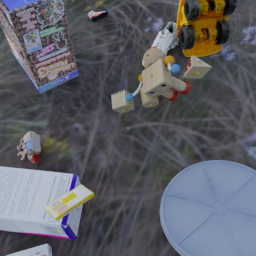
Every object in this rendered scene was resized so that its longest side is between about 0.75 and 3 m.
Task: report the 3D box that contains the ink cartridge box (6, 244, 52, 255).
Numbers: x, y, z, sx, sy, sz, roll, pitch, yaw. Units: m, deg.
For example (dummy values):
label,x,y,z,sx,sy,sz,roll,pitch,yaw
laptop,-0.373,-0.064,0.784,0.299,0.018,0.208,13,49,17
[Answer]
label,x,y,z,sx,sy,sz,roll,pitch,yaw
ink cartridge box,-2.115,3.078,6.092,0.909,0.381,0.798,-13,57,-8

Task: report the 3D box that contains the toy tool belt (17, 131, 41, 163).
label,x,y,z,sx,sy,sz,roll,pitch,yaw
toy tool belt,-2.741,0.612,7.707,0.609,0.618,0.991,-27,53,17

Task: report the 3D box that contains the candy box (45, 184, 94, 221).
label,x,y,z,sx,sy,sz,roll,pitch,yaw
candy box,-1.092,1.386,5.273,0.840,0.111,0.429,-28,35,-33

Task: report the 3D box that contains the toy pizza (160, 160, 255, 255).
label,x,y,z,sx,sy,sz,roll,pitch,yaw
toy pizza,2.147,1.951,6.573,2.788,0.442,2.788,-10,44,10

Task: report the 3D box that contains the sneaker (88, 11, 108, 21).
label,x,y,z,sx,sy,sz,roll,pitch,yaw
sneaker,-1.224,-4.617,11.321,0.785,0.262,0.420,-29,63,-15

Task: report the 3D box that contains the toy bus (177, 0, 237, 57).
label,x,y,z,sx,sy,sz,roll,pitch,yaw
toy bus,2.456,-4.056,9.780,1.608,2.369,2.275,-10,49,-7

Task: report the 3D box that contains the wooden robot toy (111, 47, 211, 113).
label,x,y,z,sx,sy,sz,roll,pitch,yaw
wooden robot toy,0.619,-1.166,6.023,1.045,2.371,1.076,11,63,-42

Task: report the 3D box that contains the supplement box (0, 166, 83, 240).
label,x,y,z,sx,sy,sz,roll,pitch,yaw
supplement box,-2.335,1.730,6.504,2.373,1.201,1.227,5,56,3

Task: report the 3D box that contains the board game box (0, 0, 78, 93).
label,x,y,z,sx,sy,sz,roll,pitch,yaw
board game box,-2.922,-3.070,8.629,1.450,2.995,2.387,-30,61,-19

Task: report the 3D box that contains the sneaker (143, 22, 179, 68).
label,x,y,z,sx,sy,sz,roll,pitch,yaw
sneaker,1.147,-2.889,9.814,0.810,0.873,2.155,24,61,14

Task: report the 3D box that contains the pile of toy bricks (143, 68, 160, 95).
label,x,y,z,sx,sy,sz,roll,pitch,yaw
pile of toy bricks,0.971,-1.648,9.170,0.578,0.650,1.171,-7,51,-30
